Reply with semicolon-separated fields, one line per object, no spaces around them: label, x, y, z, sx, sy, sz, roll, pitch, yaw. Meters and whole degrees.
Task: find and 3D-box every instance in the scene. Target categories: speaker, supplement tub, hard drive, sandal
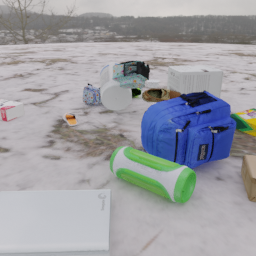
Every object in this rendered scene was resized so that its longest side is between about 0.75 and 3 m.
speaker;0.599;1.167;7.352;2.222;0.983;0.983;16;27;35
supplement tub;-0.639;-2.122;13.978;1.523;1.523;2.308;-2;41;-4
hard drive;-1.849;2.014;5.991;2.956;0.394;1.950;0;22;-2
sandal;-2.472;-0.457;12.150;0.497;0.372;1.298;-10;24;-24

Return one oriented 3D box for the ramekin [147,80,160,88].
ramekin;1.622;-2.849;18.059;0.819;0.399;0.819;0;23;0

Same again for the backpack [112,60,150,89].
backpack;0.066;-2.257;11.967;1.479;1.133;1.300;7;3;24

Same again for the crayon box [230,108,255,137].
crayon box;5.241;-0.257;11.450;1.771;0.516;1.528;-14;26;-31

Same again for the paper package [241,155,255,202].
paper package;3.730;1.324;7.303;1.276;0.693;1.339;5;22;12

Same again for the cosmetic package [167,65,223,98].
cosmetic package;3.359;-2.162;14.399;2.234;1.843;1.842;-5;22;-11

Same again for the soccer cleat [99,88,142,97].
soccer cleat;-0.440;-2.044;15.431;2.443;0.825;0.990;-3;11;-15

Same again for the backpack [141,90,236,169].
backpack;1.755;0.101;8.464;2.516;2.045;2.111;-10;27;-17

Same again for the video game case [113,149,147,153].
video game case;0.105;0.925;9.095;1.090;0.103;0.779;-3;22;-10

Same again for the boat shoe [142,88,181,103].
boat shoe;1.499;-1.398;12.163;1.739;0.658;0.642;-2;-12;-11

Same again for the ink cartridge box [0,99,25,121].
ink cartridge box;-5.649;-0.831;12.768;1.433;0.604;1.037;10;24;24

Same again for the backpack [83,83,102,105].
backpack;-1.813;-1.667;14.426;1.000;1.050;0.809;13;30;16
